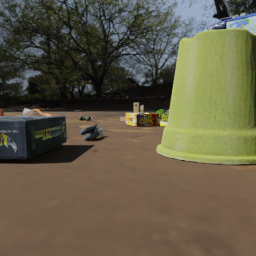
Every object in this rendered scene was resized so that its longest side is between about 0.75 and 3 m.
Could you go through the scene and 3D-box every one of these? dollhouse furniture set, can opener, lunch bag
[{"bbox_3d":[0.262,-0.893,15.395,1.236,1.007,1.175,-3,5,-39],"label":"dollhouse furniture set"},{"bbox_3d":[-0.881,0.138,6.782,0.412,0.326,1.240,-36,-2,8],"label":"can opener"},{"bbox_3d":[2.461,-0.961,5.673,2.062,2.565,1.057,3,4,40],"label":"lunch bag"}]

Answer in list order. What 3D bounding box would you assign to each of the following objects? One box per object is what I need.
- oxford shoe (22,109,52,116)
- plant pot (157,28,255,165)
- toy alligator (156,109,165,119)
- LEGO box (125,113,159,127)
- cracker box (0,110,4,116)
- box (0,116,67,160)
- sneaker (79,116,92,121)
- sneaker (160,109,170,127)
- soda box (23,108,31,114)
[{"bbox_3d":[-3.250,-0.268,9.468,0.697,0.682,1.912,-10,10,-43],"label":"oxford shoe"},{"bbox_3d":[1.499,-0.517,4.565,2.029,1.866,2.029,1,4,0],"label":"plant pot"},{"bbox_3d":[2.136,-0.943,18.790,0.663,0.607,2.236,-1,4,-17],"label":"toy alligator"},{"bbox_3d":[0.551,-0.351,11.422,0.983,0.510,1.321,-2,5,-20],"label":"LEGO box"},{"bbox_3d":[-5.889,-0.466,12.060,0.966,0.647,0.279,0,4,-4],"label":"cracker box"},{"bbox_3d":[-2.382,0.111,4.644,2.307,0.589,1.819,0,5,3],"label":"box"},{"bbox_3d":[-2.361,-0.559,15.786,0.371,0.277,0.827,-3,-1,34],"label":"sneaker"},{"bbox_3d":[1.656,-0.370,10.336,0.620,0.704,1.664,-4,4,-25],"label":"sneaker"},{"bbox_3d":[-4.629,-0.655,13.794,1.031,0.328,0.351,17,-1,10],"label":"soda box"}]
